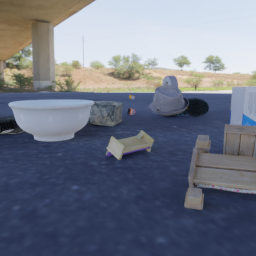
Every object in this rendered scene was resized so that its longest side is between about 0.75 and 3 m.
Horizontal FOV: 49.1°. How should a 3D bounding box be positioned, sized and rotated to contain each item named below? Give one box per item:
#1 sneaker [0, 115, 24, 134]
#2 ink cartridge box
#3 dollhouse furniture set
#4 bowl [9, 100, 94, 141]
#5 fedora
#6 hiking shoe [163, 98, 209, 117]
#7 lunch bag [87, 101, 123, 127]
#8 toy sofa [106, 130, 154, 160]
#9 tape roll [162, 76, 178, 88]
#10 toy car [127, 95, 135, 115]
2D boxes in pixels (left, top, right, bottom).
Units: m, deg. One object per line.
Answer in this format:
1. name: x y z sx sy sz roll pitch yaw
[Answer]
1. sneaker: -4.225 -0.057 9.303 1.902 0.632 0.861 -1 11 15
2. ink cartridge box: 4.337 -0.445 8.451 2.193 1.601 0.925 0 9 -4
3. dollhouse furniture set: 1.891 0.867 4.532 1.662 0.952 1.949 3 34 20
4. bowl: -2.320 -0.255 8.708 2.549 1.146 2.549 1 10 0
5. fedora: 1.302 -0.997 9.344 1.314 0.671 1.486 -23 31 -16
6. hiking shoe: 2.871 -1.106 14.535 2.581 0.960 1.119 -1 10 -7
7. lunch bag: -1.182 -0.648 11.645 1.705 1.002 1.398 6 10 9
8. toy sofa: 0.054 0.466 6.740 1.140 0.556 0.472 -9 38 -46
9. tape roll: 4.232 -4.065 28.242 0.789 2.389 2.389 -3 10 -14
10. toy car: 0.252 -1.247 15.208 0.410 1.232 0.604 11 -11 -12
